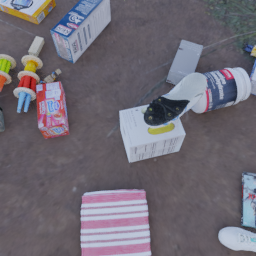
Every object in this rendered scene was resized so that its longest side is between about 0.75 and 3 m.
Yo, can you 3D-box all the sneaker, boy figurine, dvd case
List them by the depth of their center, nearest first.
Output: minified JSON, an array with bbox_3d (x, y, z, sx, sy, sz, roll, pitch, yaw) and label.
[{"bbox_3d":[3.577,3.267,8.100,1.772,0.784,0.667,13,65,8],"label":"sneaker"},{"bbox_3d":[1.490,-0.730,8.567,0.951,0.959,2.645,39,60,24],"label":"sneaker"},{"bbox_3d":[4.270,2.334,8.917,1.258,0.190,1.723,10,63,6],"label":"dvd case"},{"bbox_3d":[5.380,-3.238,11.812,1.002,0.323,0.623,31,64,18],"label":"boy figurine"}]

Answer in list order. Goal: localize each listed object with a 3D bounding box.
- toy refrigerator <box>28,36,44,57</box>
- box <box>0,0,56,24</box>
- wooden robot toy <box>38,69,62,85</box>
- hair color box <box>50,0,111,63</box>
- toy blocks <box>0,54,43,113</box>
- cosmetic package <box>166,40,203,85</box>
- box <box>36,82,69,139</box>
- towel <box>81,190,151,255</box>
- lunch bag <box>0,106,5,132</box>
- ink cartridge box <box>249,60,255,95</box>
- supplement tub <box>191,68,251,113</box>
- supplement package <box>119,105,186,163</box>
[{"bbox_3d":[-3.893,-3.448,11.931,0.337,0.311,0.889,14,64,0],"label":"toy refrigerator"},{"bbox_3d":[-4.841,-5.839,13.095,2.493,0.517,1.484,23,65,15],"label":"box"},{"bbox_3d":[-3.033,-1.831,11.097,1.130,0.498,0.513,-43,105,-20],"label":"wooden robot toy"},{"bbox_3d":[-1.870,-4.306,11.708,0.892,1.475,2.949,27,65,13],"label":"hair color box"},{"bbox_3d":[-4.393,-1.662,10.680,1.915,0.834,2.298,1,62,0],"label":"toy blocks"},{"bbox_3d":[2.269,-2.549,11.188,0.955,0.806,1.788,19,61,6],"label":"cosmetic package"},{"bbox_3d":[-2.718,-0.652,10.112,0.924,0.885,1.853,-10,63,-5],"label":"box"},{"bbox_3d":[-0.365,3.269,8.361,2.048,0.419,2.798,-3,65,-2],"label":"towel"},{"bbox_3d":[-5.019,-0.677,9.894,0.880,1.228,1.497,-16,60,-5],"label":"lunch bag"},{"bbox_3d":[5.679,-2.198,10.962,1.476,0.826,2.164,23,66,12],"label":"ink cartridge box"},{"bbox_3d":[3.238,-1.400,10.224,1.976,1.387,1.387,-14,63,-8],"label":"supplement tub"},{"bbox_3d":[0.754,0.122,9.431,1.815,1.368,1.378,-13,63,-7],"label":"supplement package"}]
